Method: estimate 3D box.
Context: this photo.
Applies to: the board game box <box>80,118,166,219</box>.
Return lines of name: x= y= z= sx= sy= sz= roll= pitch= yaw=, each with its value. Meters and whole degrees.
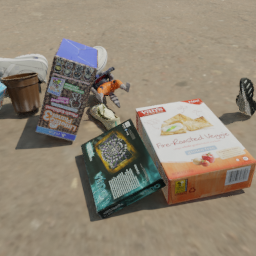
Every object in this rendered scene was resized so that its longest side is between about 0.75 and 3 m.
board game box: x=-0.212 y=0.734 z=5.892 sx=1.370 sy=0.285 sz=2.026 roll=-28 pitch=39 yaw=2

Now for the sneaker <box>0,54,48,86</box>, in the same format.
sneaker: x=-4.025 y=-1.681 z=9.275 sx=2.760 sy=1.031 sz=1.132 roll=-15 pitch=60 yaw=-4

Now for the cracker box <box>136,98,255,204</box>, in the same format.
cracker box: x=1.339 y=0.347 z=6.434 sx=1.791 sy=0.771 sz=2.674 roll=-10 pitch=34 yaw=-8

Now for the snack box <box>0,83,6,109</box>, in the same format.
snack box: x=-4.347 y=-1.330 z=7.879 sx=1.857 sy=1.079 sz=0.344 roll=39 pitch=47 yaw=-5

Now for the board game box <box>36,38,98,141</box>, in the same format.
board game box: x=-1.524 y=-1.001 z=7.152 sx=0.982 sy=2.028 sz=1.617 roll=15 pitch=29 yaw=-14

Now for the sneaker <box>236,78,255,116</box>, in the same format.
sneaker: x=3.256 y=-0.862 z=7.892 sx=0.518 sy=1.306 sz=0.483 roll=20 pitch=60 yaw=42

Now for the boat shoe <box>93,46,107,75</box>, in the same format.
boat shoe: x=-1.488 y=-2.337 z=9.975 sx=0.913 sy=0.834 sz=2.538 roll=32 pitch=53 yaw=9

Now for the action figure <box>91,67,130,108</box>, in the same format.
action figure: x=-0.862 y=-1.066 z=8.563 sx=1.744 sy=0.912 sz=1.687 roll=-35 pitch=26 yaw=-8

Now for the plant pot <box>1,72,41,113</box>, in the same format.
plant pot: x=-3.051 y=-1.033 z=8.203 sx=1.022 sy=1.012 sz=1.022 roll=-5 pitch=20 yaw=2

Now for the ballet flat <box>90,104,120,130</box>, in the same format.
ballet flat: x=-0.669 y=-0.413 z=7.910 sx=0.500 sy=0.500 sz=1.440 roll=-22 pitch=40 yaw=-29
